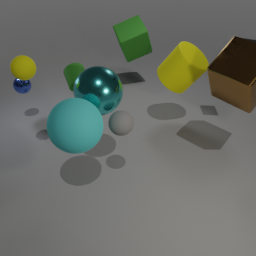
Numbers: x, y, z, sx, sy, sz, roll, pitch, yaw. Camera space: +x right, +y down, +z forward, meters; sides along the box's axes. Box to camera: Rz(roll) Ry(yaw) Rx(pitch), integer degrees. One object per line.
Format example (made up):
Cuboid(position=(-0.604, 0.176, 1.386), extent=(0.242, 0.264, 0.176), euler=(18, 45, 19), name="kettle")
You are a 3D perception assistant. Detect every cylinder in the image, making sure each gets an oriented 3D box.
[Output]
Cuboid(position=(2.050, -2.262, 10.563), extent=(1.400, 1.400, 1.400), euler=(20, 48, -24), name="cylinder")
Cuboid(position=(-1.685, -1.657, 9.204), extent=(0.700, 0.700, 0.700), euler=(-15, 67, -23), name="cylinder")

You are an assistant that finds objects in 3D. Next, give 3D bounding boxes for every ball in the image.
Cuboid(position=(-1.323, -0.055, 7.054), extent=(1.400, 1.400, 1.400), euler=(0, 32, 0), name="ball")
Cuboid(position=(-0.842, -1.046, 7.959), extent=(1.400, 1.400, 1.400), euler=(0, 32, 0), name="ball")
Cuboid(position=(-4.250, -1.724, 11.255), extent=(0.700, 0.700, 0.700), euler=(0, 32, 0), name="ball")
Cuboid(position=(-0.187, -0.135, 7.650), extent=(0.700, 0.700, 0.700), euler=(0, 32, 0), name="ball")
Cuboid(position=(-2.996, -1.719, 8.013), extent=(0.700, 0.700, 0.700), euler=(0, 32, 0), name="ball")

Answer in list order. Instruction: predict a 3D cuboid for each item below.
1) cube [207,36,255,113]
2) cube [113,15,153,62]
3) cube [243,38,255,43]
Cuboid(position=(3.401, -1.578, 8.337), extent=(1.400, 1.400, 1.400), euler=(35, 78, 34), name="cube")
Cuboid(position=(0.246, -4.439, 13.979), extent=(1.400, 1.400, 1.400), euler=(-23, 56, 3), name="cube")
Cuboid(position=(4.111, -2.692, 9.984), extent=(0.700, 0.700, 0.700), euler=(8, 75, -1), name="cube")
